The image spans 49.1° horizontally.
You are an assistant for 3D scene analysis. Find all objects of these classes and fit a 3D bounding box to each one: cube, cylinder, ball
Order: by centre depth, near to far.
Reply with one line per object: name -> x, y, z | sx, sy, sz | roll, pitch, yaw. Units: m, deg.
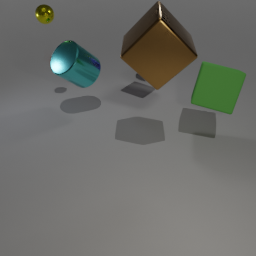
cube -> 0.798, -2.185, 7.470 | 1.400, 1.400, 1.400 | 37, 33, -24
cube -> 3.076, -1.443, 9.752 | 1.400, 1.400, 1.400 | 17, 19, 9
ball -> -3.140, -4.290, 10.569 | 0.700, 0.700, 0.700 | 0, 32, 0
cylinder -> -2.017, -2.445, 10.886 | 1.400, 1.400, 1.400 | 26, 1, 35
